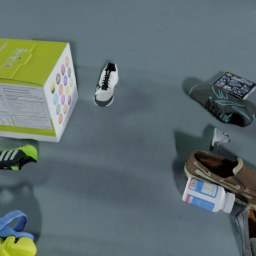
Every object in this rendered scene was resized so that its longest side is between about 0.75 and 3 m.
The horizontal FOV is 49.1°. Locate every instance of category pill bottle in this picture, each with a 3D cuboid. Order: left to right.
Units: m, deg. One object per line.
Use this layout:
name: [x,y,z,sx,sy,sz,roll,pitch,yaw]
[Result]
pill bottle: [2.232,1.890,7.774,1.285,0.721,0.721,18,49,16]

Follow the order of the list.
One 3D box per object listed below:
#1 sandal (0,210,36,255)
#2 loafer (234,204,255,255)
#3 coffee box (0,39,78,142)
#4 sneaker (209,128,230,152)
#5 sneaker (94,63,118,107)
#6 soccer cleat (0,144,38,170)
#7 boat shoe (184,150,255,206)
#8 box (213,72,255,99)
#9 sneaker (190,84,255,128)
sandal: [-3.591,2.656,6.903,2.699,1.073,1.175,3,43,-9]
loafer: [3.176,2.870,6.812,0.747,0.742,2.052,-5,47,-6]
coffee box: [-3.392,-1.329,9.628,2.519,2.491,2.515,6,46,6]
sneaker: [3.116,0.433,9.415,0.615,0.399,1.064,17,47,13]
sneaker: [-0.890,-1.756,11.175,0.809,0.878,2.195,7,50,2]
soccer cleat: [-3.724,1.042,8.701,1.786,0.603,0.724,-17,51,-19]
boat shoe: [3.077,1.414,7.970,2.942,1.088,1.086,16,48,14]
box: [4.286,-1.646,11.444,1.390,0.345,1.380,33,54,28]
sneaker: [3.388,-0.831,10.241,2.556,0.964,1.013,24,53,22]
